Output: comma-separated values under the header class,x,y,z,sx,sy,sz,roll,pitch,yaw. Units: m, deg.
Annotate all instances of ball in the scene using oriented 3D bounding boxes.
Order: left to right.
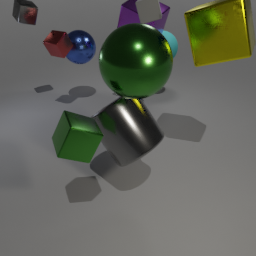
class,x,y,z,sx,sy,sz,roll,pitch,yaw
ball,-2.053,-3.404,11.821,1.400,1.400,1.400,0,30,0
ball,0.147,-1.244,5.308,1.400,1.400,1.400,0,30,0
ball,1.477,-3.526,12.273,1.400,1.400,1.400,0,30,0

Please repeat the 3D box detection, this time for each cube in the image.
class,x,y,z,sx,sy,sz,roll,pitch,yaw
cube,-3.964,-4.473,10.797,0.700,0.700,0.700,-7,44,-39
cube,-2.642,-3.181,10.621,0.700,0.700,0.700,16,64,25
cube,-1.020,0.179,5.580,0.700,0.700,0.700,16,23,-32
cube,0.553,-4.046,10.755,1.400,1.400,1.400,31,51,11
cube,0.689,-3.871,9.133,0.700,0.700,0.700,-12,27,14
cube,2.435,-2.558,7.278,1.400,1.400,1.400,-4,25,31

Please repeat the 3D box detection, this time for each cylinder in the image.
class,x,y,z,sx,sy,sz,roll,pitch,yaw
cylinder,-0.049,-0.013,6.878,1.400,1.400,1.400,-34,7,5
